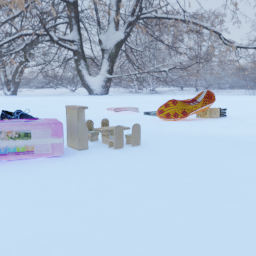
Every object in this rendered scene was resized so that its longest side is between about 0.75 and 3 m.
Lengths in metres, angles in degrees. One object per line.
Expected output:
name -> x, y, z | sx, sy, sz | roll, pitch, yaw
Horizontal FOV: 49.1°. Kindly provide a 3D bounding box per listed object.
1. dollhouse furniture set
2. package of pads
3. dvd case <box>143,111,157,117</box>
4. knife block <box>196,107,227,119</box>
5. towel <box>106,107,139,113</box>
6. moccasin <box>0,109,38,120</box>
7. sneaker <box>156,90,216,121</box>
dollhouse furniture set -> -0.710, -0.082, 7.141 | 1.598, 1.040, 1.468 | -7, 11, -37
package of pads -> -2.468, 0.219, 5.929 | 2.094, 0.792, 1.262 | -3, 9, -22
dvd case -> 1.918, -0.723, 14.305 | 1.399, 0.211, 1.916 | -7, 12, -38
knife block -> 4.087, -0.760, 13.664 | 1.465, 0.469, 1.286 | 2, 8, 16
towel -> -0.342, -1.066, 16.471 | 1.523, 0.311, 2.081 | -3, 6, -17
moccasin -> -4.230, -0.410, 10.706 | 1.864, 0.636, 0.750 | 3, 9, 19
sneaker -> 2.621, -0.837, 12.658 | 2.897, 1.057, 1.117 | -14, -19, -14
